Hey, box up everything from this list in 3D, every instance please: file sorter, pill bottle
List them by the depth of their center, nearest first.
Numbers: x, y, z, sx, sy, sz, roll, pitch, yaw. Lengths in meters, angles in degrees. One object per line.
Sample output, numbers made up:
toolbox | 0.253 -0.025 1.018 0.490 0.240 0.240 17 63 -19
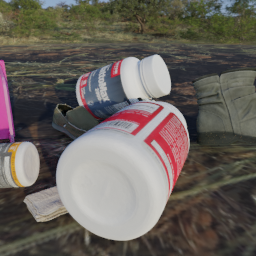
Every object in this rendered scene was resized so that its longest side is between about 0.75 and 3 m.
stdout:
pill bottle | 0.174 0.413 4.722 1.534 1.534 2.733 8 21 20
pill bottle | -2.247 0.641 4.736 1.301 0.757 0.757 -4 20 5
file sorter | -3.943 -0.224 5.862 2.848 1.979 1.786 -9 24 -24
pill bottle | -0.118 -1.140 7.739 2.363 1.413 1.413 -14 12 29

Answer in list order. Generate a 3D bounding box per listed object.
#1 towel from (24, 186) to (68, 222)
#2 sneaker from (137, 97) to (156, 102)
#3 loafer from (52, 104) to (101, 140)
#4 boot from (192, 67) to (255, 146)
towel | -1.123 1.166 4.656 1.048 0.181 0.695 -15 24 -35
sneaker | 0.316 -0.106 6.625 0.583 1.317 0.488 -1 40 -37
loafer | -1.304 -0.175 7.262 2.068 0.720 0.778 16 27 36
boot | 2.749 -0.505 6.140 2.724 1.780 0.922 -1 1 25
